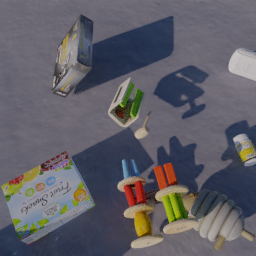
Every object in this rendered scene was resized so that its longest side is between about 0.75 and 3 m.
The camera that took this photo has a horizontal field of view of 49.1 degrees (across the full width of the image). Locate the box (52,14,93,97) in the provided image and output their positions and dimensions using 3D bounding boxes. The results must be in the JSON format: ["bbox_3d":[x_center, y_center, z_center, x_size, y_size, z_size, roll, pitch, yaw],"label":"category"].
[{"bbox_3d":[-1.739,-2.253,8.828,0.508,1.663,2.100,20,52,-32],"label":"box"}]

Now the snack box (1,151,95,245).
[{"bbox_3d":[-1.866,1.588,6.581,1.729,0.585,1.458,-29,58,-9],"label":"snack box"}]

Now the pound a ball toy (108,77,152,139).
[{"bbox_3d":[0.073,-0.487,7.653,1.111,0.723,1.703,43,32,-18],"label":"pound a ball toy"}]

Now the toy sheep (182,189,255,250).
[{"bbox_3d":[1.938,1.994,6.203,1.685,1.161,1.161,28,58,25],"label":"toy sheep"}]

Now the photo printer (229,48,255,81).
[{"bbox_3d":[3.980,-2.131,9.347,1.124,0.935,0.390,23,59,14],"label":"photo printer"}]

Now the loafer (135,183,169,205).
[{"bbox_3d":[0.644,1.696,6.849,1.159,0.417,0.364,-20,65,-16],"label":"loafer"}]

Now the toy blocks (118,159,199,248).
[{"bbox_3d":[0.510,1.371,6.145,0.719,1.649,1.979,20,43,-42],"label":"toy blocks"}]

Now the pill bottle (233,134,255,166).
[{"bbox_3d":[3.150,0.577,7.457,0.452,0.452,0.791,-12,62,-9],"label":"pill bottle"}]
